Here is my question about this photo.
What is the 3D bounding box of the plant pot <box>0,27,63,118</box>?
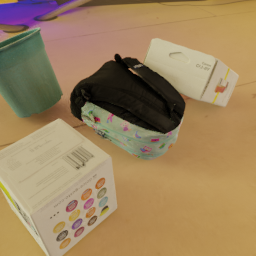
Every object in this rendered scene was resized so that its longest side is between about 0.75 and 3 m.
[{"bbox_3d":[-3.152,-1.590,8.486,2.159,2.115,2.159,-17,28,10],"label":"plant pot"}]

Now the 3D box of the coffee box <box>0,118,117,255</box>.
[{"bbox_3d":[-1.449,1.190,5.722,1.727,1.710,1.729,-34,49,-31],"label":"coffee box"}]

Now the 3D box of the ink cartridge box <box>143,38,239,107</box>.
[{"bbox_3d":[1.935,-1.585,8.529,2.050,1.178,2.824,27,14,28],"label":"ink cartridge box"}]

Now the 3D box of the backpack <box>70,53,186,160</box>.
[{"bbox_3d":[0.133,-0.476,7.517,2.768,1.752,2.310,30,57,15],"label":"backpack"}]
